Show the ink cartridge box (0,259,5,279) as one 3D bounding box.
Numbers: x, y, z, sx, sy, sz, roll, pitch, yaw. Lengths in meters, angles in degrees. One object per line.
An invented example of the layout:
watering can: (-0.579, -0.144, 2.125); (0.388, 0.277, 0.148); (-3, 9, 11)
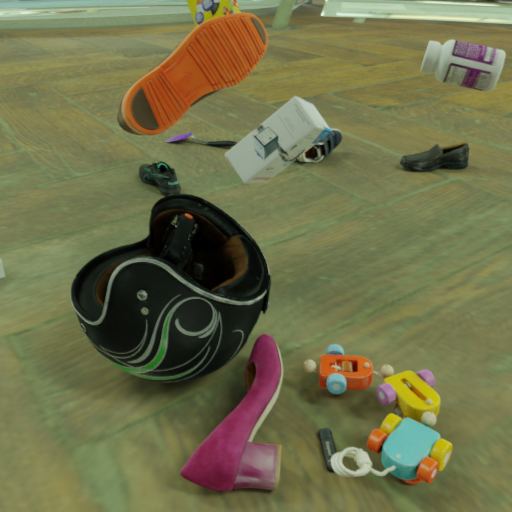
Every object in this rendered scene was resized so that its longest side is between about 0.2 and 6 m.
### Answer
ink cartridge box: (-4.983, 0.249, 9.837); (0.885, 0.387, 0.643); (-26, 41, -34)

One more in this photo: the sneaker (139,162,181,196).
sneaker: (-2.277, -1.965, 13.231); (0.611, 0.643, 1.621); (-25, 38, -31)

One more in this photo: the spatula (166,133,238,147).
spatula: (-1.497, -3.228, 15.682); (2.127, 0.219, 0.601); (11, 33, 18)

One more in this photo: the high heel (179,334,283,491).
high heel: (-0.267, 1.810, 6.946); (1.092, 0.767, 2.277); (9, 44, -5)

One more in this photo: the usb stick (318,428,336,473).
usb stick: (0.874, 2.323, 6.721); (0.168, 0.099, 0.605); (-2, 32, -5)

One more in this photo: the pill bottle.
pill bottle: (2.550, -2.384, 6.966); (0.912, 0.512, 0.512); (17, 34, 10)

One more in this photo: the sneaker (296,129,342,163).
sneaker: (1.691, -2.831, 14.658); (1.613, 0.633, 0.640); (-26, 34, -18)

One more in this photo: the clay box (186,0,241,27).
clay box: (-0.913, -5.203, 11.529); (0.945, 1.644, 0.391); (-26, -9, 32)

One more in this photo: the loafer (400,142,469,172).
loafer: (4.510, -2.546, 14.157); (1.777, 0.642, 0.647); (-6, 33, -9)

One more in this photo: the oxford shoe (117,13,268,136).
oxford shoe: (-1.142, -3.178, 9.656); (3.141, 1.120, 1.145); (-39, 23, -20)

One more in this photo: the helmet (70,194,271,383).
helmet: (-1.174, 0.566, 7.536); (2.374, 2.263, 2.374); (27, 36, -21)

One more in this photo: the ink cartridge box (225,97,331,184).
ink cartridge box: (0.344, -1.709, 8.454); (0.587, 1.367, 1.001); (55, 21, 5)

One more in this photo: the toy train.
toy train: (1.438, 1.985, 6.853); (1.657, 0.613, 2.205); (0, 28, 2)
